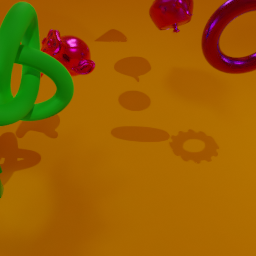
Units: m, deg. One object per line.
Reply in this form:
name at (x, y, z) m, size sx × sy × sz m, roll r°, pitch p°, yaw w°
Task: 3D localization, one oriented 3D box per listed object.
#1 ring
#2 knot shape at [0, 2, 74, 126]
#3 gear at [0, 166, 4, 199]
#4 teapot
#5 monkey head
ring at (1.879, -1.455, 4.434) m, size 1.414 × 1.414 × 0.283 m, roll -1°, pitch 48°, yaw -1°
knot shape at (-1.542, -0.890, 3.941) m, size 0.829 × 1.678 × 1.793 m, roll 15°, pitch 7°, yaw 32°
gear at (-3.110, 0.970, 4.388) m, size 2.087 × 0.386 × 2.087 m, roll 3°, pitch 44°, yaw -3°
teapot at (1.215, -3.031, 7.474) m, size 1.198 × 0.943 × 1.926 m, roll -17°, pitch 10°, yaw -12°
monkey head at (-1.282, -1.286, 5.450) m, size 1.133 × 0.949 × 1.575 m, roll -58°, pitch 35°, yaw 2°
